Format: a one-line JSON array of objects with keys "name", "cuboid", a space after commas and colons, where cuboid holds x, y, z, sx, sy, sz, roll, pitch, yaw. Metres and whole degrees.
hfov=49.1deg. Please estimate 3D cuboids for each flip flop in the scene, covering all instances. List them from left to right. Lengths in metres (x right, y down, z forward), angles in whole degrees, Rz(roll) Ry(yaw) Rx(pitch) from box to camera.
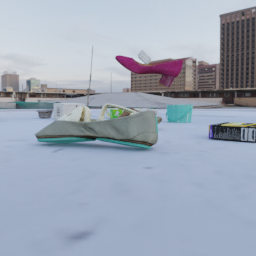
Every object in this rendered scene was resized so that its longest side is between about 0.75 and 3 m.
[{"name": "flip flop", "cuboid": [-0.110, -0.311, 9.297, 2.500, 0.720, 1.014, 0, 5, 4]}]

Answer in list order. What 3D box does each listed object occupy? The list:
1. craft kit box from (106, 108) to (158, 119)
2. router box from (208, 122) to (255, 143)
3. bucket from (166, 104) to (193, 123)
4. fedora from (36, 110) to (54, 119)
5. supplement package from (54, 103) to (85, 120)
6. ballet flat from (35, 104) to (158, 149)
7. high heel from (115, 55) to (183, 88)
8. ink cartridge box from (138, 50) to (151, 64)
[{"name": "craft kit box", "cuboid": [0.157, -0.889, 16.932, 2.692, 0.661, 2.726, -4, 5, -12]}, {"name": "router box", "cuboid": [2.738, 0.076, 6.875, 1.078, 0.358, 1.371, 4, 6, 36]}, {"name": "bucket", "cuboid": [2.388, -0.686, 13.034, 1.288, 0.838, 1.288, 0, 4, 0]}, {"name": "fedora", "cuboid": [-4.822, -0.816, 16.427, 0.997, 0.509, 1.127, 2, 6, 24]}, {"name": "supplement package", "cuboid": [-3.177, -0.902, 15.252, 0.885, 0.882, 1.510, 4, 7, 38]}, {"name": "ballet flat", "cuboid": [-0.651, -0.061, 5.574, 2.606, 0.830, 0.878, 2, -6, 20]}, {"name": "high heel", "cuboid": [0.791, -2.484, 10.476, 2.443, 1.174, 0.824, 22, 22, -13]}, {"name": "ink cartridge box", "cuboid": [0.803, -3.396, 13.567, 0.610, 0.351, 0.836, 42, 7, -1]}]
